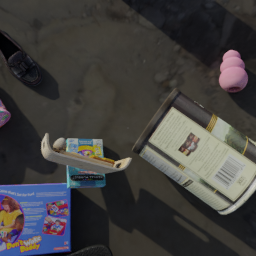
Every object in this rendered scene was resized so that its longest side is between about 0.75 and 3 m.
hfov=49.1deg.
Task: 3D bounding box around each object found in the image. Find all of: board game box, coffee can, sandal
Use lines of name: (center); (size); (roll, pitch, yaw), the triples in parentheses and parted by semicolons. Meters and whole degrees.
board game box: (-1.234, 1.012, 8.122); (1.048, 0.326, 1.388); (2, 66, -23)
coffee can: (1.877, 0.603, 7.595); (2.907, 2.128, 2.128); (36, 81, 5)
board game box: (-2.960, 2.472, 7.624); (2.738, 0.613, 1.841); (2, 78, -17)
sandal: (-1.808, 3.885, 7.771); (2.846, 0.641, 1.069); (-9, 79, -5)

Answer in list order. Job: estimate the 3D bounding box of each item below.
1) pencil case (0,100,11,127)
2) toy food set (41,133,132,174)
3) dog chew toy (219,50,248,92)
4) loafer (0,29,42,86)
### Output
pencil case: (-4.631, -0.996, 8.461); (1.053, 1.053, 2.409); (-38, 82, -7)
toy food set: (-1.122, 0.651, 7.136); (2.119, 1.521, 0.640); (17, 73, -17)
dog chew toy: (3.266, -1.813, 8.748); (0.832, 0.832, 1.336); (2, 74, 0)
loafer: (-3.649, -2.284, 8.847); (0.831, 0.728, 2.311); (-41, 82, -7)
